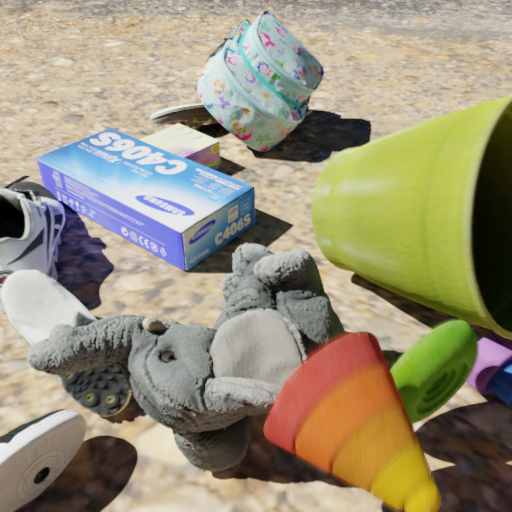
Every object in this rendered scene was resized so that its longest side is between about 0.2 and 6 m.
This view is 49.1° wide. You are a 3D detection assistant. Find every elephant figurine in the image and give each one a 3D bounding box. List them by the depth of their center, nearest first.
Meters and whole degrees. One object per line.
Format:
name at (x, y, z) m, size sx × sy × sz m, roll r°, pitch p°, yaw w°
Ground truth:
elephant figurine at (-0.432, 1.370, 6.592) m, size 2.479 × 2.261 × 3.195 m, roll 8°, pitch 29°, yaw 34°

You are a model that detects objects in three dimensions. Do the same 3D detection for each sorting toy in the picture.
sorting toy at (2.096, 1.703, 5.946) m, size 4.296 × 1.489 × 1.479 m, roll 2°, pitch 33°, yaw -42°

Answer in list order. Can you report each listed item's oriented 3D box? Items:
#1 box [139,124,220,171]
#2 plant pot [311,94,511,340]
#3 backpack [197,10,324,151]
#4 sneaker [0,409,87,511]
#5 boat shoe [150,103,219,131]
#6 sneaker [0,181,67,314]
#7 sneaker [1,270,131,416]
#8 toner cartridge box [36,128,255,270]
box at (-1.700, -2.249, 12.390) m, size 1.386 × 0.670 × 1.219 m, roll 29°, pitch 46°, yaw 33°
plant pot at (2.595, -0.640, 8.349) m, size 3.204 × 3.204 × 3.085 m, roll -30°, pitch 23°, yaw -33°
backpack at (0.113, -4.033, 13.153) m, size 2.636 × 2.236 × 2.970 m, roll 40°, pitch 45°, yaw -16°
sneaker at (-3.327, 2.343, 6.179) m, size 1.464 × 0.956 × 2.617 m, roll 27°, pitch 46°, yaw 29°
boat shoe at (-1.511, -3.431, 13.865) m, size 2.229 × 0.666 × 0.796 m, roll -18°, pitch 19°, yaw -24°
sneaker at (-4.073, -0.686, 9.634) m, size 1.275 × 1.523 × 3.442 m, roll -16°, pitch 39°, yaw -10°
sneaker at (-2.572, 1.190, 7.826) m, size 0.943 × 0.951 × 2.624 m, roll -42°, pitch 65°, yaw -14°
toner cartridge box at (-2.201, -1.276, 10.936) m, size 4.115 × 0.888 × 1.954 m, roll 26°, pitch 44°, yaw 29°
